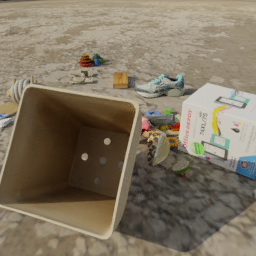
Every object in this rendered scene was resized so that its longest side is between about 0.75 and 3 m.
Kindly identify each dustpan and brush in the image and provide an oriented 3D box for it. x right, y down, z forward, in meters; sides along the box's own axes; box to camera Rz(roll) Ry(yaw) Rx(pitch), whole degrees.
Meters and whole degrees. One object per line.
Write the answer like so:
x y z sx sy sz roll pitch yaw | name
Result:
-5.287 -0.137 11.792 0.567 0.232 0.812 -11 22 9 | dustpan and brush

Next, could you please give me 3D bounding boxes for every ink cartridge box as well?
3.529 -0.034 9.848 2.817 2.067 2.057 21 38 31 | ink cartridge box

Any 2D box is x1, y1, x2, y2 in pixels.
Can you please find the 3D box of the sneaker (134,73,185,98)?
1.610 -2.264 14.293 2.621 1.131 1.017 -5 32 -8 | sneaker

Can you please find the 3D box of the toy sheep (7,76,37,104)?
-4.836 -1.746 13.357 1.934 1.333 1.333 -8 31 7 | toy sheep

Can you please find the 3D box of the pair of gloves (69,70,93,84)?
-2.700 -2.947 16.207 1.382 0.285 1.625 -2 34 -10 | pair of gloves

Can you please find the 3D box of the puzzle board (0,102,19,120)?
-5.708 -0.749 12.830 1.122 0.130 1.489 19 37 27 | puzzle board

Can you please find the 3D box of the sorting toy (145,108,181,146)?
1.626 -0.197 11.697 1.605 0.388 2.850 -6 33 -10 | sorting toy

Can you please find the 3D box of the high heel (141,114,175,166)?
0.545 0.444 10.449 2.007 1.005 2.816 -4 36 25 | high heel

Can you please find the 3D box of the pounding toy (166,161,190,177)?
1.757 1.391 9.300 0.605 0.364 0.784 -31 13 -24 | pounding toy

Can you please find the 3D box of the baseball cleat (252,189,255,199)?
3.986 2.172 7.898 0.627 0.411 1.177 -26 40 -36 | baseball cleat

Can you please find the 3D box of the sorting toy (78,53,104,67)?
-2.333 -4.575 18.307 1.163 0.794 1.935 23 38 32 | sorting toy

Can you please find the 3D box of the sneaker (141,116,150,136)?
0.220 0.118 10.136 0.495 1.343 0.583 13 48 -53 | sneaker

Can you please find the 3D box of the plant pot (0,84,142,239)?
-1.108 0.794 7.472 2.965 2.969 2.628 11 -6 16 | plant pot

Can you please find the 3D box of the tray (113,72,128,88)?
-0.417 -2.718 15.786 0.813 0.305 1.649 -3 31 0 | tray
